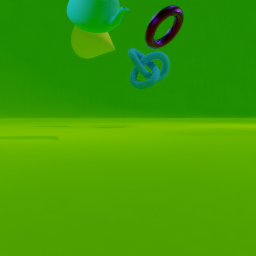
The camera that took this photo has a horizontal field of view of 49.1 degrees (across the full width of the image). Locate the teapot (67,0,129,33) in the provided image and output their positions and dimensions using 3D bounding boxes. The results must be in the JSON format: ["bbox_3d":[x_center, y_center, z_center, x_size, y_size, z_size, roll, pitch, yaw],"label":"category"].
[{"bbox_3d":[-0.497,-1.957,4.496,0.879,0.692,1.414,-27,55,-37],"label":"teapot"}]

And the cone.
[{"bbox_3d":[-0.952,-3.047,10.080,1.582,1.582,1.588,-2,29,-45],"label":"cone"}]

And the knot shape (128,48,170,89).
[{"bbox_3d":[0.744,-2.352,11.464,1.907,1.784,0.881,21,-23,-9],"label":"knot shape"}]

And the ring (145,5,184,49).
[{"bbox_3d":[1.196,-3.282,9.203,0.310,1.551,1.551,51,28,23],"label":"ring"}]
